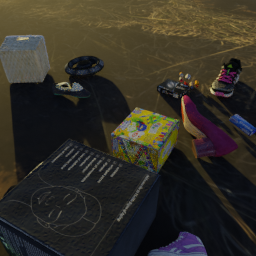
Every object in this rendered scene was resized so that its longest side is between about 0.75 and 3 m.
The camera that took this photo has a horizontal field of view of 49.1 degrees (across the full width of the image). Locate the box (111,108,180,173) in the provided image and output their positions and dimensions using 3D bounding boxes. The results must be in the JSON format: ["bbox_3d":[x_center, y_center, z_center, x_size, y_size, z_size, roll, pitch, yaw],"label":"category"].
[{"bbox_3d":[0.558,0.335,8.739,1.564,0.990,1.624,19,43,23],"label":"box"}]

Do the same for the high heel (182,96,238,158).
[{"bbox_3d":[2.608,-0.154,9.421,1.306,0.916,2.716,-10,53,3],"label":"high heel"}]

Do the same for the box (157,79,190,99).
[{"bbox_3d":[1.926,-1.673,11.925,1.115,0.243,0.894,27,45,30],"label":"box"}]

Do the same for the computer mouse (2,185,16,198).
[{"bbox_3d":[-3.236,2.441,6.584,0.844,0.490,2.879,16,33,7],"label":"computer mouse"}]

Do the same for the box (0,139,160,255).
[{"bbox_3d":[-0.989,1.899,6.214,2.568,1.619,2.612,18,41,23],"label":"box"}]

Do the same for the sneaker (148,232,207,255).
[{"bbox_3d":[1.051,2.684,6.237,1.309,0.475,0.746,4,31,-6],"label":"sneaker"}]

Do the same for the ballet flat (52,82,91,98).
[{"bbox_3d":[-2.370,-1.607,11.586,1.648,0.602,0.602,7,38,8],"label":"ballet flat"}]

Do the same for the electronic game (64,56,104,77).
[{"bbox_3d":[-2.096,-2.977,13.458,1.898,0.395,1.898,-3,38,3],"label":"electronic game"}]

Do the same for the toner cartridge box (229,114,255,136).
[{"bbox_3d":[3.925,-0.110,9.569,0.406,0.185,0.855,-19,53,-40],"label":"toner cartridge box"}]

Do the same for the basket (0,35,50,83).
[{"bbox_3d":[-4.587,-3.080,12.531,1.725,1.740,1.400,-2,40,-1],"label":"basket"}]

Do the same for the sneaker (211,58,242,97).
[{"bbox_3d":[4.228,-2.221,11.911,0.941,1.116,2.551,21,43,24],"label":"sneaker"}]

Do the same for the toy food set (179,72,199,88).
[{"bbox_3d":[2.594,-2.002,12.125,0.946,0.452,0.426,29,36,-14],"label":"toy food set"}]
